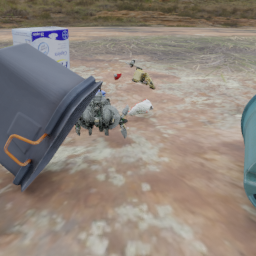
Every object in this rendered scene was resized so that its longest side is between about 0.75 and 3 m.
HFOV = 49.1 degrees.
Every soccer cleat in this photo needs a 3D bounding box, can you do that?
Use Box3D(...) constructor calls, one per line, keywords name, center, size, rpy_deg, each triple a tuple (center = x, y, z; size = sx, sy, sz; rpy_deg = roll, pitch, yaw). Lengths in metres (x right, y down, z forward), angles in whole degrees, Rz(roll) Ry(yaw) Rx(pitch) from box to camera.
Box3D(name="soccer cleat", center=(0.415, -0.571, 8.462), size=(0.413, 0.369, 1.064), rpy_deg=(48, 41, 8))

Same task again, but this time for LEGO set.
Box3D(name="LEGO set", center=(-0.494, -0.571, 6.723), size=(1.563, 2.407, 0.682), rpy_deg=(32, 16, 7))

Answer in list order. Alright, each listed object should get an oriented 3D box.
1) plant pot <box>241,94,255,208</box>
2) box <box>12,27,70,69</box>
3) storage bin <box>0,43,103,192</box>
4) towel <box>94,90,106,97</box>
Box3D(name="plant pot", center=(2.881, 0.455, 4.784), size=(2.004, 2.004, 1.963), rpy_deg=(11, 34, 23))
Box3D(name="box", center=(-3.607, -3.049, 11.974), size=(1.204, 2.294, 2.110), rpy_deg=(16, 28, 27))
Box3D(name="storage bin", center=(-1.852, -0.238, 5.019), size=(1.587, 2.363, 1.720), rpy_deg=(35, 27, -4))
Box3D(name="towel", center=(-1.865, -1.366, 10.521), size=(1.355, 0.220, 1.845), rpy_deg=(-18, 30, -36))
